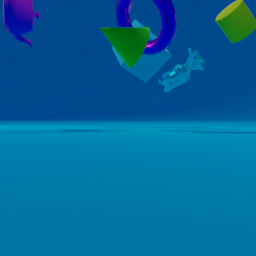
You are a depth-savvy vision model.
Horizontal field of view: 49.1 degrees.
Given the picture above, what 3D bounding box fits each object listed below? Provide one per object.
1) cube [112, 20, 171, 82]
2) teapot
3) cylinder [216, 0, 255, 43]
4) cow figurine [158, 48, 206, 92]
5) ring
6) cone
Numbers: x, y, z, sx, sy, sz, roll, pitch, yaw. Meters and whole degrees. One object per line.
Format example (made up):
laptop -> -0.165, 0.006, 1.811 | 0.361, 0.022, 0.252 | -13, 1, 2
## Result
cube -> 0.453, -2.663, 9.779 | 1.298, 1.298, 1.298 | 25, 29, -38
teapot -> -2.406, -2.541, 6.351 | 0.755, 1.543, 0.959 | -2, 38, -21
cylinder -> 3.169, -3.106, 8.180 | 0.869, 0.869, 0.869 | 45, -15, -17
cow figurine -> 1.958, -2.086, 10.201 | 1.719, 0.943, 1.691 | -32, -4, -9
ring -> 0.462, -3.031, 7.798 | 2.019, 2.019, 0.404 | 2, 31, 48
cone -> -0.182, -1.974, 6.157 | 0.977, 0.973, 0.973 | 22, -6, -19
